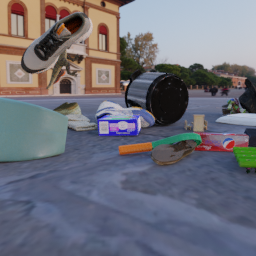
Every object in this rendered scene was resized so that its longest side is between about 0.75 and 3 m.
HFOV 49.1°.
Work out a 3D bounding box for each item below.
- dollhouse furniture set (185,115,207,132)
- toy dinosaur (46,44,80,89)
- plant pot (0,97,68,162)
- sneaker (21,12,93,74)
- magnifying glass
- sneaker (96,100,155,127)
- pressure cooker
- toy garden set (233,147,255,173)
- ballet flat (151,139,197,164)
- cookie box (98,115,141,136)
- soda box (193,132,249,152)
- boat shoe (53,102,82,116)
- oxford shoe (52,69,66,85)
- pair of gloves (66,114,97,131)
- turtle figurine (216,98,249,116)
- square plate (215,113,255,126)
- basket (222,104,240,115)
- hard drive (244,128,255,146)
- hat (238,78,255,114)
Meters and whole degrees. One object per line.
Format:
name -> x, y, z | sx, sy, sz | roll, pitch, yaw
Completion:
dollhouse furniture set -> 2.467, -0.219, 10.056 | 0.752, 0.570, 0.859 | 0, 8, 3
toy dinosaur -> -2.869, -3.030, 12.803 | 1.252, 2.841, 0.674 | 11, 8, -40
plant pot -> -2.311, 0.014, 6.116 | 1.812, 1.280, 1.280 | 5, 5, -25
sneaker -> -2.539, -3.013, 9.646 | 2.945, 1.088, 1.167 | -40, 5, 0
magnifying glass -> 0.719, 0.384, 6.279 | 1.858, 0.208, 0.739 | -8, -24, -4
sneaker -> -0.140, -0.298, 10.537 | 2.234, 0.841, 0.985 | 13, 45, 15
pressure cooker -> 1.064, -1.250, 11.717 | 2.150, 2.116, 2.406 | 4, 10, -32
toy garden set -> 2.622, 0.620, 5.280 | 1.113, 0.266, 1.335 | 0, 7, 16
ballet flat -> 0.955, 0.520, 5.856 | 0.496, 0.341, 1.472 | 43, 35, 24
cookie box -> -0.248, -0.118, 9.342 | 1.269, 0.558, 1.484 | -1, 7, 6
soda box -> 2.190, 0.333, 6.723 | 1.251, 0.397, 0.438 | 1, 7, 13
boat shoe -> -3.029, -0.781, 13.985 | 0.913, 0.788, 2.504 | -40, 23, -29
oxford shoe -> -3.591, -2.606, 14.109 | 0.341, 0.958, 0.347 | 37, -6, 34
pair of gloves -> -2.752, -0.231, 10.476 | 2.811, 0.493, 2.390 | -2, 8, -22
turtle figurine -> 5.463, -0.862, 14.528 | 1.278, 0.919, 1.239 | -36, 45, -15
square plate -> 5.412, -0.371, 12.043 | 2.397, 0.341, 2.375 | -7, 10, -42
basket -> 5.838, -1.088, 15.924 | 0.909, 0.819, 0.618 | -6, 7, 23
hard drive -> 3.688, 0.240, 7.667 | 1.015, 0.319, 1.505 | 3, 8, 19
hat -> 6.250, -1.291, 14.225 | 0.948, 2.350, 2.350 | -33, -2, 17
